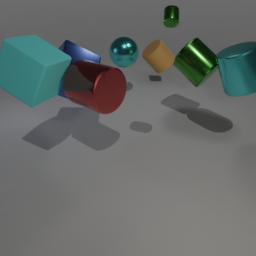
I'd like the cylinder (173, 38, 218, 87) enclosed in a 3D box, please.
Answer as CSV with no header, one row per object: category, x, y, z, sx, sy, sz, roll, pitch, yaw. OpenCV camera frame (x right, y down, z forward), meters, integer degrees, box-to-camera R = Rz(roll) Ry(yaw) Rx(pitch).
cylinder,2.745,-2.585,11.117,1.400,1.400,1.400,47,47,9

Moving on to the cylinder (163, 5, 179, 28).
cylinder,1.960,-5.017,12.628,0.700,0.700,0.700,3,73,5

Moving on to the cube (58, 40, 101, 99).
cube,-1.968,-1.947,9.919,1.400,1.400,1.400,20,64,-32

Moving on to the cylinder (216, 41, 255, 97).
cylinder,3.812,-1.984,9.430,1.400,1.400,1.400,-19,24,9

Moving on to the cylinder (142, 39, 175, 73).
cylinder,0.891,-2.089,8.185,0.700,0.700,0.700,-33,33,25

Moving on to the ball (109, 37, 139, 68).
ball,-0.192,-3.546,13.123,1.400,1.400,1.400,0,32,0

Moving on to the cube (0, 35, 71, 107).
cube,-2.764,-1.699,8.175,1.400,1.400,1.400,32,29,4

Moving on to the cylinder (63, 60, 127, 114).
cylinder,-1.001,-1.267,8.520,1.400,1.400,1.400,22,38,37
